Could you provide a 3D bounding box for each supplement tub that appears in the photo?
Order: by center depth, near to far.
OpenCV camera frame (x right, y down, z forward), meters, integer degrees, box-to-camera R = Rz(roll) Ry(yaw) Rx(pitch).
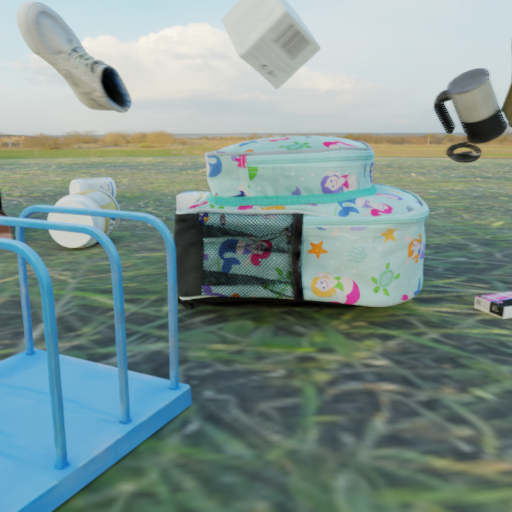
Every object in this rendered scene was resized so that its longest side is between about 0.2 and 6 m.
[{"bbox_3d":[-3.230,-0.704,10.551,0.995,0.995,1.376,1,14,5],"label":"supplement tub"},{"bbox_3d":[-4.801,-1.912,16.515,1.163,0.767,0.767,-11,17,-41],"label":"supplement tub"}]

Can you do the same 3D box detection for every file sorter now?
[{"bbox_3d":[-1.836,0.598,3.498,1.732,1.532,2.497,6,14,26],"label":"file sorter"}]

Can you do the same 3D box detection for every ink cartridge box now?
[{"bbox_3d":[3.170,0.573,6.755,0.970,0.180,0.460,-3,13,-23],"label":"ink cartridge box"},{"bbox_3d":[-1.212,-1.056,12.713,0.996,0.727,0.731,2,14,11],"label":"ink cartridge box"}]

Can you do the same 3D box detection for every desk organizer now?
[{"bbox_3d":[-5.644,-0.958,11.394,1.038,1.114,2.894,-7,14,-28],"label":"desk organizer"}]

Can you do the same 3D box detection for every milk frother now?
[{"bbox_3d":[3.051,-1.973,8.033,0.892,0.930,0.989,-20,35,27],"label":"milk frother"}]

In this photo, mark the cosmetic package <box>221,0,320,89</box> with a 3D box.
[{"bbox_3d":[0.137,-2.237,5.638,0.616,0.616,0.747,29,30,-43],"label":"cosmetic package"}]

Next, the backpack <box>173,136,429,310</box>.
[{"bbox_3d":[0.639,-0.380,6.915,2.872,2.163,2.550,7,14,8],"label":"backpack"}]

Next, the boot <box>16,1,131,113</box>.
[{"bbox_3d":[-3.141,-3.536,10.101,1.122,0.864,2.348,18,-19,33],"label":"boot"}]

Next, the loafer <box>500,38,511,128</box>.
[{"bbox_3d":[4.168,-2.879,8.115,0.955,0.847,2.512,-26,-25,-10],"label":"loafer"}]
